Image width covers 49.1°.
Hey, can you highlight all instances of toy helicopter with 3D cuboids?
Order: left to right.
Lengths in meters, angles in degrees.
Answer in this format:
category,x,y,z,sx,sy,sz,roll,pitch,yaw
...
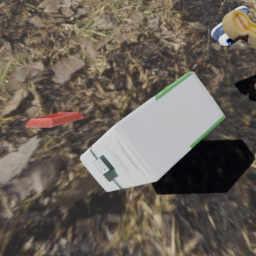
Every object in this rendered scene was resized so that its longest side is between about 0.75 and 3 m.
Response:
category,x,y,z,sx,sy,sz,roll,pitch,yaw
toy helicopter,3.195,-1.762,6.304,2.653,1.046,1.754,19,76,-19

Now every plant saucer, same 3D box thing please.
category,x,y,z,sx,sy,sz,roll,pitch,yaw
plant saucer,-1.632,-0.204,6.270,0.972,0.178,0.970,-1,12,39

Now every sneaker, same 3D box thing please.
category,x,y,z,sx,sy,sz,roll,pitch,yaw
sneaker,2.666,-2.442,6.895,1.074,0.432,0.786,-38,45,12

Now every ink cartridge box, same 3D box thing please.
category,x,y,z,sx,sy,sz,roll,pitch,yaw
ink cartridge box,0.257,0.201,4.823,1.639,2.235,0.928,-37,90,-25
